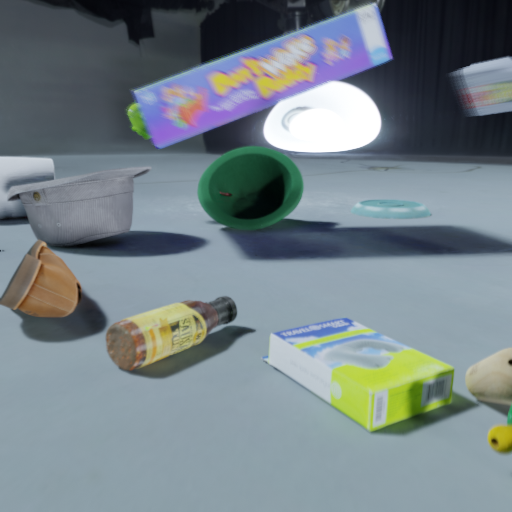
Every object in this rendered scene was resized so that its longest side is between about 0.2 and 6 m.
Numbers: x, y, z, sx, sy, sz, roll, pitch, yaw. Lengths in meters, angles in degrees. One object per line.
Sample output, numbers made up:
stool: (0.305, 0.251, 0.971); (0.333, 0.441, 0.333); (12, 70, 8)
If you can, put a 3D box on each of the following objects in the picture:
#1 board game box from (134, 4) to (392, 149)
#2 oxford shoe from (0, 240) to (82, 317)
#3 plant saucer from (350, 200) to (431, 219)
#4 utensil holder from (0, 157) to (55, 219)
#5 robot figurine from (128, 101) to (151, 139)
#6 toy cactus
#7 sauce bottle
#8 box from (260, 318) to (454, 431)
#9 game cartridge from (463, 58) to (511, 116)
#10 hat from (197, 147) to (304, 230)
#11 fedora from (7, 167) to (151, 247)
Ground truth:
board game box: (-0.056, -3.404, 11.139); (4.523, 1.013, 3.041); (-22, 13, -6)
oxford shoe: (-2.729, 0.387, 7.271); (0.876, 0.877, 2.459); (28, -1, -22)
plant saucer: (3.629, -1.288, 15.148); (2.120, 0.290, 2.120); (0, 14, 0)
utensil holder: (-6.139, -1.712, 14.187); (1.896, 1.611, 1.611); (-3, 13, -24)
robot figurine: (-2.707, -3.236, 13.328); (0.511, 0.883, 0.774); (-28, 0, -26)
toy cactus: (2.078, 0.826, 4.079); (1.005, 1.966, 1.622); (25, -25, -8)
sauce bottle: (-0.809, 0.733, 5.867); (0.517, 0.517, 1.567); (10, 18, 38)
box: (0.848, 0.976, 5.119); (0.977, 0.382, 1.602); (-7, 15, -31)
game cartridge: (2.433, -1.693, 5.666); (0.492, 0.151, 0.739); (-7, -26, 33)
hat: (-0.014, -1.097, 14.056); (2.385, 2.535, 2.880); (40, 66, 22)
fedora: (-3.467, -0.941, 11.263); (2.919, 1.318, 2.581); (-5, 9, 17)
